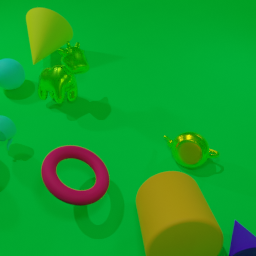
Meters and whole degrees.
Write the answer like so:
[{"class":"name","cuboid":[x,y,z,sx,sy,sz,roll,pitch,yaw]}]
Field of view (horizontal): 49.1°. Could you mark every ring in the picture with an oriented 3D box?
[{"class":"ring","cuboid":[-1.055,0.941,5.773,1.435,0.287,1.435,20,38,-16]}]

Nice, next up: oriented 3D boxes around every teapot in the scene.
[{"class":"teapot","cuboid":[-3.087,0.074,6.834,0.672,1.081,0.529,3,43,24]},{"class":"teapot","cuboid":[1.503,0.470,6.867,1.469,0.913,0.719,16,23,19]}]

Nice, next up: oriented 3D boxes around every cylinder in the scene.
[{"class":"cylinder","cuboid":[0.885,1.715,5.217,1.328,1.328,1.328,-5,27,-4]}]

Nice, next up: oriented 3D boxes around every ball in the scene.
[{"class":"ball","cuboid":[-3.614,-1.630,8.502,0.930,0.930,0.930,0,50,0]}]

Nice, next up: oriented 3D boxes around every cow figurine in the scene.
[{"class":"cow figurine","cuboid":[-1.838,-1.539,7.778,1.681,1.655,0.923,12,18,34]}]

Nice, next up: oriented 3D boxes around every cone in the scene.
[{"class":"cone","cuboid":[-2.779,-2.687,9.071,1.588,1.588,1.594,10,66,8]},{"class":"cone","cuboid":[2.253,2.172,5.510,0.850,0.850,0.853,-2,37,-2]}]
